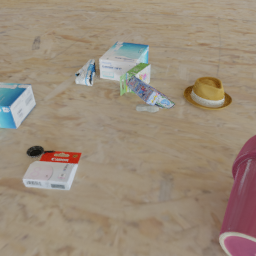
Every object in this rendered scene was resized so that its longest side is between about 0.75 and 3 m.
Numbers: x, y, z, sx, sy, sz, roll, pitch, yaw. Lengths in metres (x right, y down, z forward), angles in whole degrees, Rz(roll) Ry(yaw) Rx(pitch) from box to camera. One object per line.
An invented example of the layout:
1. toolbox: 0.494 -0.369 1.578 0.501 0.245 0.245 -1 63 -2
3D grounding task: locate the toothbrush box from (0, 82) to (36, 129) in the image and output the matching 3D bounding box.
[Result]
1. toothbrush box: -5.164 -0.948 10.890 2.442 1.041 1.787 5 36 6

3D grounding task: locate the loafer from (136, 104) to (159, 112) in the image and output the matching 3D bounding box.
1. loafer: 0.788 -0.848 11.375 0.937 0.328 0.327 6 44 9

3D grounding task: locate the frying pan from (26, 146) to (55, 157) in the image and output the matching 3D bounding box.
1. frying pan: -2.889 0.759 9.310 0.931 0.151 0.563 -9 36 -12

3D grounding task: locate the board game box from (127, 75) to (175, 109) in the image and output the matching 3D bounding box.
1. board game box: 0.658 -0.884 7.692 1.197 0.369 1.196 27 15 -24

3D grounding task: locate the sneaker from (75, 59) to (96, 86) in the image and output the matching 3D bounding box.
1. sneaker: -2.100 -2.768 13.682 0.912 0.789 2.104 -2 36 6

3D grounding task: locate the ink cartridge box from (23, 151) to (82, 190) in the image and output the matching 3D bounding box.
1. ink cartridge box: -2.255 1.141 8.601 1.335 0.469 1.643 3 40 5

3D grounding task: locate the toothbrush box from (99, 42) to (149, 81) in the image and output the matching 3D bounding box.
1. toothbrush box: -0.138 -3.410 14.248 1.837 1.070 2.509 11 37 14

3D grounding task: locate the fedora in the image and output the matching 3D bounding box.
1. fedora: 3.445 -1.608 11.955 2.153 0.878 2.153 0 37 0

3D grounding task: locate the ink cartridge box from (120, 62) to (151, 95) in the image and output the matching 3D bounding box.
1. ink cartridge box: 0.359 -2.191 12.683 0.543 0.950 1.831 20 40 27

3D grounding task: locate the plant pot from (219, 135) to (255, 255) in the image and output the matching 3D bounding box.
1. plant pot: 3.315 1.808 5.987 2.780 2.780 2.489 26 58 31
